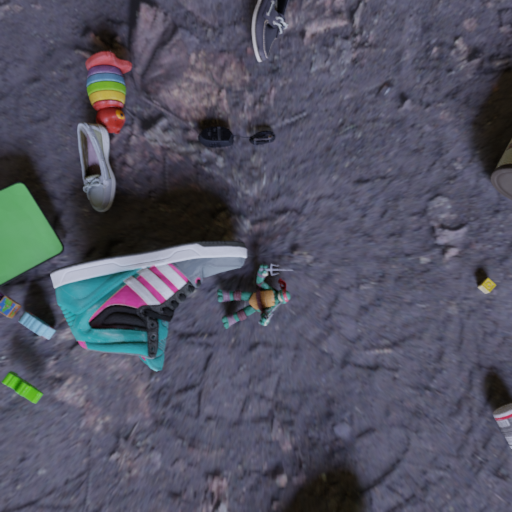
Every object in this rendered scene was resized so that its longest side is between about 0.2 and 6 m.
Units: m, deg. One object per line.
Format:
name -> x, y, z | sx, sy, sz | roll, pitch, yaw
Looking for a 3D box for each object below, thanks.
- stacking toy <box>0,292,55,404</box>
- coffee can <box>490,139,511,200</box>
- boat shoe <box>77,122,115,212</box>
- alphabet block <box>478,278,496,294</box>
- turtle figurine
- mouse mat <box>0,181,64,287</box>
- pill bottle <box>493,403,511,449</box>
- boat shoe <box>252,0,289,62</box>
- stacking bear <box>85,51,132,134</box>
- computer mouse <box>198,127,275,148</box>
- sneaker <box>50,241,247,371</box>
stacking toy -> -4.459, 1.021, 10.349 | 2.801, 0.658, 2.112 | 36, 77, 3
coffee can -> 5.425, -1.947, 10.705 | 1.199, 1.199, 1.639 | 31, 79, 7
boat shoe -> -3.136, -1.702, 10.803 | 0.628, 0.546, 1.704 | 0, 94, 28
alphabet block -> 4.381, 0.573, 10.645 | 0.205, 0.210, 0.206 | 42, 80, 8
turtle figurine -> 0.070, 0.815, 10.326 | 1.488, 0.749, 1.114 | -15, 63, 12
mouse mat -> -4.722, -0.302, 10.184 | 1.967, 0.074, 1.583 | -34, 99, -30
pill bottle -> 4.637, 3.112, 9.918 | 0.499, 0.499, 0.901 | -24, 79, -5
boat shoe -> 0.345, -4.940, 11.603 | 0.622, 0.720, 1.982 | 3, 72, 17
stacking bear -> -2.962, -3.185, 11.228 | 0.816, 0.871, 1.435 | -8, 86, 25
computer mouse -> -0.388, -2.349, 11.269 | 1.556, 0.265, 0.456 | 1, 55, -4
sneaker -> -1.681, 0.933, 9.970 | 3.462, 1.448, 2.091 | -11, 87, -14
